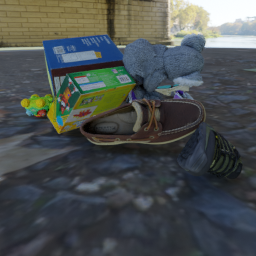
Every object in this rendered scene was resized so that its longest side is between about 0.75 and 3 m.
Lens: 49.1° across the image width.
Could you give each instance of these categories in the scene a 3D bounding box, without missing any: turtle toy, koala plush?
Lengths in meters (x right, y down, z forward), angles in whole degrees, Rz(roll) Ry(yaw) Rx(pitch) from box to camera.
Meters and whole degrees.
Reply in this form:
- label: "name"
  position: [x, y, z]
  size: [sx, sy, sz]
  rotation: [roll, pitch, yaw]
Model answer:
- label: "turtle toy"
  position: [-2.638, -0.661, 8.666]
  size: [1.240, 0.627, 0.904]
  rotation: [1, 19, 8]
- label: "koala plush"
  position: [1.169, -1.772, 8.102]
  size: [2.179, 1.932, 2.003]
  rotation: [1, -22, 33]

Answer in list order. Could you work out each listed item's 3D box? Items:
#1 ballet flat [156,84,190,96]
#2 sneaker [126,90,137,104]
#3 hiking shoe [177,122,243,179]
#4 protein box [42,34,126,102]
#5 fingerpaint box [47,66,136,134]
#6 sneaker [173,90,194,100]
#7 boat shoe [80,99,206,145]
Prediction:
- label: "ballet flat"
  position: [1.770, -1.502, 11.110]
  size: [1.363, 0.473, 0.473]
  rotation: [-9, 17, 15]
- label: "sneaker"
  position: [0.421, -0.983, 9.478]
  size: [0.798, 0.772, 1.914]
  rotation: [11, 22, 13]
- label: "hiking shoe"
  position: [1.559, 0.452, 4.901]
  size: [1.074, 0.808, 2.133]
  rotation: [34, 18, 12]
- label: "protein box"
  position: [-1.527, -2.002, 9.774]
  size: [2.388, 1.611, 2.371]
  rotation: [-11, 40, -16]
- label: "fingerpaint box"
  position: [-0.980, -0.788, 7.526]
  size: [1.934, 1.614, 0.710]
  rotation: [-20, 68, -44]
- label: "sneaker"
  position: [1.387, -0.656, 8.155]
  size: [0.609, 0.957, 1.679]
  rotation: [-11, 17, -27]
- label: "boat shoe"
  position: [0.319, -0.148, 6.075]
  size: [2.771, 1.000, 0.997]
  rotation: [-6, -8, 6]
